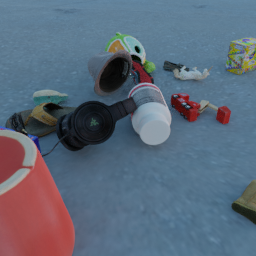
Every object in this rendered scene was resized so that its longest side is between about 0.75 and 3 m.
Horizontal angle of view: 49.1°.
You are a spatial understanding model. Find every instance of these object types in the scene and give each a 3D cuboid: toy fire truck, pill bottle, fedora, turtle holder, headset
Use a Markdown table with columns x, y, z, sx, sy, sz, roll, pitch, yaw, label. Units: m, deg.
| x | y | z | sx | sy | sz | roll | pitch | yaw | label |
| --- | --- | --- | --- | --- | --- | --- | --- | --- | --- |
| 2.236 | -0.648 | 8.814 | 1.212 | 0.419 | 1.719 | -11 | 34 | -17 | toy fire truck |
| 0.601 | -0.405 | 7.841 | 1.069 | 1.069 | 1.931 | -3 | 33 | -4 | pill bottle |
| -0.726 | -1.995 | 9.485 | 0.891 | 1.746 | 1.974 | 38 | 22 | 21 | fedora |
| 0.044 | -2.738 | 11.247 | 1.518 | 1.998 | 1.419 | -38 | 42 | 2 | turtle holder |
| -1.149 | -0.202 | 6.646 | 2.969 | 1.395 | 1.833 | -29 | 6 | -36 | headset |

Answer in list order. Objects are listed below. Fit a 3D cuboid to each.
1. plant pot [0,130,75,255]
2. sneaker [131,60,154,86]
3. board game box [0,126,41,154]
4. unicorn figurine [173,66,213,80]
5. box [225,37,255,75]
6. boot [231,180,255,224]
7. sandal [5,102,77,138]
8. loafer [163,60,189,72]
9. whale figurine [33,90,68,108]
| x | y | z | sx | sy | sz | roll | pitch | yaw | label |
| --- | --- | --- | --- | --- | --- | --- | --- | --- | --- |
| -2.088 | 1.299 | 4.406 | 2.316 | 2.049 | 2.316 | 0 | 33 | 0 | plant pot |
| 0.509 | -1.761 | 10.205 | 0.585 | 0.705 | 1.476 | -18 | 63 | -11 | sneaker |
| -3.436 | 0.847 | 6.434 | 1.605 | 0.535 | 2.388 | 14 | 36 | 20 | board game box |
| 2.564 | -2.141 | 11.036 | 1.520 | 0.561 | 1.044 | -13 | 27 | 15 | unicorn figurine |
| 4.856 | -3.018 | 11.680 | 1.261 | 1.214 | 0.769 | -20 | 39 | -29 | box |
| 2.692 | 1.491 | 5.676 | 0.965 | 0.319 | 0.845 | -26 | 41 | -35 | boot |
| -2.134 | -0.319 | 7.907 | 2.502 | 0.683 | 1.022 | -5 | 51 | -14 | sandal |
| 2.028 | -2.599 | 11.763 | 1.138 | 0.358 | 0.409 | 13 | 18 | 20 | loafer |
| -2.527 | -0.922 | 9.205 | 0.908 | 0.592 | 1.141 | -5 | -1 | 43 | whale figurine |
